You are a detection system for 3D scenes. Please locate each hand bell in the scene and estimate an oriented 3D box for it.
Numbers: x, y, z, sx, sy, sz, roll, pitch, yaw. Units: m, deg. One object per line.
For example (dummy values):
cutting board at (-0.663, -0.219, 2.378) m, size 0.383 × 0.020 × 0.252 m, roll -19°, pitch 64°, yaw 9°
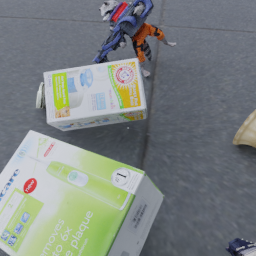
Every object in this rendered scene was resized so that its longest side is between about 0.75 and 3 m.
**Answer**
hand bell at (4.055, 0.592, 7.159) m, size 1.216 × 1.216 × 2.335 m, roll -34°, pitch 58°, yaw -30°

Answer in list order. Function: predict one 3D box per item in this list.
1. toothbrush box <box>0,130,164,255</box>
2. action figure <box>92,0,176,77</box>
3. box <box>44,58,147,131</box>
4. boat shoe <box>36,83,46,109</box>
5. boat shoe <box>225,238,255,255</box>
toothbrush box at (-1.129, 1.503, 5.199) m, size 2.885 × 1.242 × 2.100 m, roll 16°, pitch 67°, yaw 33°
action figure at (-0.032, -3.205, 10.049) m, size 2.971 × 2.874 × 1.554 m, roll -44°, pitch 24°, yaw 4°
box at (-0.819, -0.856, 7.699) m, size 2.549 × 1.292 × 1.434 m, roll -8°, pitch 80°, yaw 4°
boat shoe at (-2.609, -1.026, 8.987) m, size 0.531 × 0.635 × 1.778 m, roll 6°, pitch 20°, yaw -16°
boat shoe at (2.379, 2.321, 5.443) m, size 1.046 × 0.390 × 0.485 m, roll 2°, pitch 28°, yaw -34°
